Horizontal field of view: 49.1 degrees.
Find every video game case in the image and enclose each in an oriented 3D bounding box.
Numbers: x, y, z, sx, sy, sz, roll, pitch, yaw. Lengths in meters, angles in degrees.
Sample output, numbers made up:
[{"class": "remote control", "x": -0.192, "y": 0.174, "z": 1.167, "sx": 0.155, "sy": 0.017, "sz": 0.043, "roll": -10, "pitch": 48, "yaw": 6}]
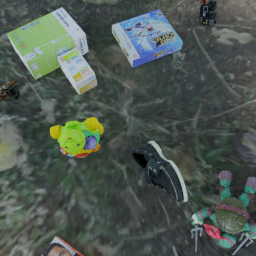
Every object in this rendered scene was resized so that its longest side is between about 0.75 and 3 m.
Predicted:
[{"class": "video game case", "x": 0.580, "y": -2.828, "z": 8.717, "sx": 1.701, "sy": 0.386, "sz": 1.542, "roll": -23, "pitch": 67, "yaw": -11}]

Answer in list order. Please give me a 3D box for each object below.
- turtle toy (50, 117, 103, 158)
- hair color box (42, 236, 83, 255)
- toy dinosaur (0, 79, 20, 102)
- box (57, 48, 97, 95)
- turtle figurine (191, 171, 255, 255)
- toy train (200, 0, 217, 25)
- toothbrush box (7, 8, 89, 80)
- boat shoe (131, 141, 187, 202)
[{"class": "turtle toy", "x": -1.160, "y": 0.263, "z": 6.452, "sx": 1.143, "sy": 1.568, "sz": 0.793, "roll": -13, "pitch": 77, "yaw": 2}, {"class": "hair color box", "x": -1.221, "y": 2.948, "z": 5.959, "sx": 1.234, "sy": 0.378, "sz": 0.626, "roll": 30, "pitch": 69, "yaw": 14}, {"class": "toy dinosaur", "x": -3.379, "y": -1.071, "z": 7.894, "sx": 0.579, "sy": 0.436, "sz": 0.854, "roll": 20, "pitch": 87, "yaw": 27}, {"class": "box", "x": -1.442, "y": -1.624, "z": 8.031, "sx": 0.639, "sy": 0.575, "sz": 1.135, "roll": -30, "pitch": 68, "yaw": -12}, {"class": "turtle figurine", "x": 2.270, "y": 1.943, "z": 6.168, "sx": 1.471, "sy": 0.989, "sz": 1.965, "roll": 22, "pitch": 61, "yaw": 10}, {"class": "toy train", "x": 2.715, "y": -4.510, "z": 9.520, "sx": 0.597, "sy": 0.445, "sz": 2.609, "roll": 3, "pitch": 65, "yaw": 15}, {"class": "toothbrush box", "x": -2.344, "y": -2.529, "z": 8.336, "sx": 1.868, "sy": 0.804, "sz": 1.360, "roll": -34, "pitch": 68, "yaw": -14}, {"class": "boat shoe", "x": 0.593, "y": 0.958, "z": 6.198, "sx": 0.698, "sy": 0.787, "sz": 2.105, "roll": -13, "pitch": 32, "yaw": -12}]
